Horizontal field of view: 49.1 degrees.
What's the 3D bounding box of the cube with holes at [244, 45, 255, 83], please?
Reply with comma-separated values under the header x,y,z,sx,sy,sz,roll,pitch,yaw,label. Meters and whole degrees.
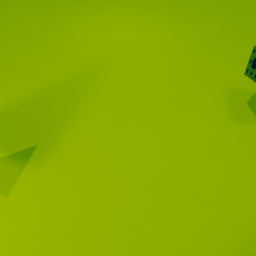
x,y,z,sx,sy,sz,roll,pitch,yaw,label
3.213,-1.406,6.364,0.700,0.700,0.700,8,26,-5,cube with holes
